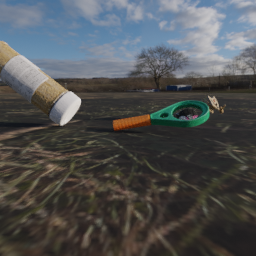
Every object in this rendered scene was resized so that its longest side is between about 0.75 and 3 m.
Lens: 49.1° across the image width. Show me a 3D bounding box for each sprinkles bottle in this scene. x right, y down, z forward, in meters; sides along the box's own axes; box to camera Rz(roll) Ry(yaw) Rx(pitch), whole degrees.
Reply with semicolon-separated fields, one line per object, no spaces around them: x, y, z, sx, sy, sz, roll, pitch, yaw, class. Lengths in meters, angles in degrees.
-2.750;-1.278;8.037;2.874;0.981;0.981;37;12;2;sprinkles bottle

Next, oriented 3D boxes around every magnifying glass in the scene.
0.818;-0.263;7.067;2.417;0.271;0.962;-11;34;6;magnifying glass

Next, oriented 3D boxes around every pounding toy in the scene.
2.805;-0.842;9.059;0.545;0.543;0.950;-30;-32;32;pounding toy

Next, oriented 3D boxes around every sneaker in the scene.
1.617;-0.348;8.455;0.933;0.375;0.403;-10;-6;11;sneaker
